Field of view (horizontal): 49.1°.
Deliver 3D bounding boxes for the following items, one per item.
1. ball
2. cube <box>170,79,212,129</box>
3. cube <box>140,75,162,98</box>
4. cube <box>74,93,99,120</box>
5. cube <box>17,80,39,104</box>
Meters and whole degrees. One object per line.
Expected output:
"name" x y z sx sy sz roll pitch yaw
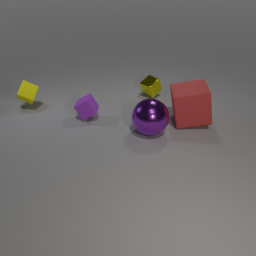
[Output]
"ball" 0.835 -0.404 10.429 1.400 1.400 1.400 0 30 0
"cube" 2.492 -0.970 11.166 1.400 1.400 1.400 -8 30 8
"cube" 1.116 -2.027 13.610 0.700 0.700 0.700 31 67 37
"cube" -1.694 -0.875 11.509 0.700 0.700 0.700 -25 27 17
"cube" -4.411 -1.556 12.308 0.700 0.700 0.700 22 -17 -19
